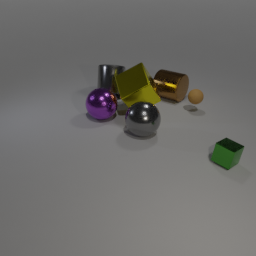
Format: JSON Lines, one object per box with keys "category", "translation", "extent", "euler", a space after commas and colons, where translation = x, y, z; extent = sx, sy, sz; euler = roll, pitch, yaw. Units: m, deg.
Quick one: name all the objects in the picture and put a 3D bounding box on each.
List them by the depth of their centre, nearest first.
{"category": "cube", "translation": [3.330, 0.843, 9.381], "extent": [0.700, 0.700, 0.700], "euler": [-18, 37, -41]}
{"category": "ball", "translation": [0.584, -0.352, 10.960], "extent": [1.400, 1.400, 1.400], "euler": [0, 29, 0]}
{"category": "ball", "translation": [-1.147, -1.047, 12.202], "extent": [1.400, 1.400, 1.400], "euler": [0, 29, 0]}
{"category": "cube", "translation": [0.448, -1.755, 12.536], "extent": [1.400, 1.400, 1.400], "euler": [-26, 54, 15]}
{"category": "ball", "translation": [3.086, -1.427, 12.762], "extent": [0.700, 0.700, 0.700], "euler": [0, 29, 0]}
{"category": "cylinder", "translation": [2.157, -2.161, 14.195], "extent": [1.400, 1.400, 1.400], "euler": [20, 35, 32]}
{"category": "cylinder", "translation": [-0.857, -2.475, 14.391], "extent": [1.400, 1.400, 1.400], "euler": [4, 7, 0]}
